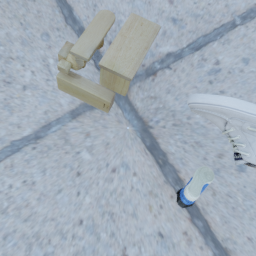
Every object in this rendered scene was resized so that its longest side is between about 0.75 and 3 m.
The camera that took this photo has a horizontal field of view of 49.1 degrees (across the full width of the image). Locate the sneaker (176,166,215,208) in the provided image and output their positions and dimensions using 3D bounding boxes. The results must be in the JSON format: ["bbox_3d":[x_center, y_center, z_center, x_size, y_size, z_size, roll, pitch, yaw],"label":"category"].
[{"bbox_3d":[1.309,1.188,5.577,0.400,0.579,1.041,41,43,11],"label":"sneaker"}]

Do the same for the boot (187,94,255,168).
[{"bbox_3d":[2.020,0.132,4.980,2.221,0.817,1.061,18,87,19],"label":"boot"}]

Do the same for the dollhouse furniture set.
[{"bbox_3d":[-0.483,-1.423,5.878,1.623,1.706,1.390,26,66,3],"label":"dollhouse furniture set"}]
